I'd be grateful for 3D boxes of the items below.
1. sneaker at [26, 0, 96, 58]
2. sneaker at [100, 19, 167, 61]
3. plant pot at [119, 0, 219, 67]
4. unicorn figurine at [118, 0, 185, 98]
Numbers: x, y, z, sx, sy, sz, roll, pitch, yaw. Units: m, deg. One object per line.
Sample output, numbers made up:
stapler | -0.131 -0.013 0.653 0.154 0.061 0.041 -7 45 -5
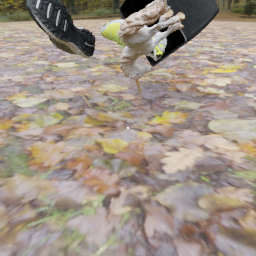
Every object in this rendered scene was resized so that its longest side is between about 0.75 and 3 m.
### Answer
sneaker | -2.111 -2.938 8.540 1.126 1.050 2.840 5 -11 24
sneaker | 0.168 -2.793 8.913 2.165 0.816 0.827 13 69 -2
plant pot | 1.709 -4.408 10.700 2.438 2.741 2.748 -33 6 -21
unicorn figurine | 0.335 -1.645 5.303 0.814 1.514 2.204 59 11 21
